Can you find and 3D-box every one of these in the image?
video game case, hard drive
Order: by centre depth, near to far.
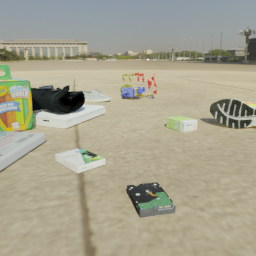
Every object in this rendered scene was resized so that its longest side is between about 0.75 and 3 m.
[{"bbox_3d":[0.397,1.298,5.151,0.657,0.178,0.941,-4,15,-14],"label":"hard drive"},{"bbox_3d":[-4.098,0.608,7.491,2.677,0.324,2.941,3,16,9],"label":"video game case"},{"bbox_3d":[-2.492,-0.573,11.827,1.939,0.392,2.939,6,16,24],"label":"hard drive"}]

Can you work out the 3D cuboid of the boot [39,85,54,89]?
[{"bbox_3d":[-4.974,-1.790,15.177,2.121,1.028,0.792,-4,15,-16],"label":"boot"}]

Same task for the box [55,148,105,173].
[{"bbox_3d":[-1.207,0.790,7.030,0.800,0.201,1.108,-13,21,-40],"label":"box"}]

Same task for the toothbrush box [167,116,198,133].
[{"bbox_3d":[1.961,-0.157,10.229,0.672,0.397,0.922,-10,17,-34],"label":"toothbrush box"}]

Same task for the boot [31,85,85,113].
[{"bbox_3d":[-3.458,-1.126,11.150,2.905,1.110,2.441,-11,13,-41],"label":"boot"}]

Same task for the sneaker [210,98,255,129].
[{"bbox_3d":[4.487,-0.519,10.671,2.722,1.064,1.229,11,12,11],"label":"sneaker"}]

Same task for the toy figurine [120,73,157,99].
[{"bbox_3d":[0.128,-2.488,17.117,2.949,1.555,1.767,12,24,41],"label":"toy figurine"}]

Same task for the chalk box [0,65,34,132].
[{"bbox_3d":[-4.379,-1.059,9.914,1.421,2.292,1.431,13,20,40],"label":"chalk box"}]

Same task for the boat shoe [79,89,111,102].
[{"bbox_3d":[-1.973,-1.911,16.242,2.019,0.719,0.704,3,15,11],"label":"boat shoe"}]
